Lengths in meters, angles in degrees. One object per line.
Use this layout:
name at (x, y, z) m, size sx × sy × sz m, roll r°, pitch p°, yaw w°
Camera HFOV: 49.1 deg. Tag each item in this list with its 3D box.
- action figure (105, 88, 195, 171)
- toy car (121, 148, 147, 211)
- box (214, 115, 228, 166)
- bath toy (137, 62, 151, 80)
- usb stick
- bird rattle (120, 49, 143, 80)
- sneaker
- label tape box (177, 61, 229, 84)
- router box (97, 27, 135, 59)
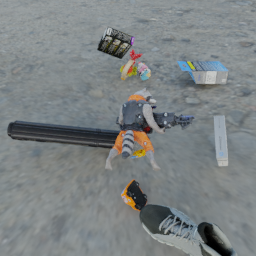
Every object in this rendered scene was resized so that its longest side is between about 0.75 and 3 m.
action figure at (0.321, -0.039, 5.069) m, size 1.631 × 0.853 × 1.578 m, roll -9°, pitch 60°, yaw 26°
toy car at (0.181, 0.993, 5.420) m, size 0.387 × 0.570 × 1.162 m, roll -19°, pitch 37°, yaw 41°
box at (1.878, 0.291, 5.632) m, size 0.216 × 1.050 × 0.819 m, roll -4°, pitch 74°, yaw 20°
bath toy at (0.500, -1.875, 9.026) m, size 0.374 × 0.318 × 0.861 m, roll -18°, pitch 37°, yaw 2°
usb stick at (-1.206, 0.166, 6.022) m, size 2.530 × 0.413 × 0.702 m, roll 6°, pitch -6°, yaw -10°
bird rattle at (0.080, -1.841, 8.445) m, size 0.540 × 0.958 × 0.781 m, roll 34°, pitch 61°, yaw -4°
sneaker at (0.857, 1.444, 4.042) m, size 1.548 × 0.894 × 0.581 m, roll 26°, pitch 59°, yaw 22°
label tape box at (2.254, -1.729, 8.678) m, size 1.381 × 0.437 × 0.996 m, roll 0°, pitch 29°, yaw 0°
router box at (-0.406, -2.620, 8.740) m, size 0.879 × 1.179 × 0.301 m, roll 17°, pitch 77°, yaw -16°
